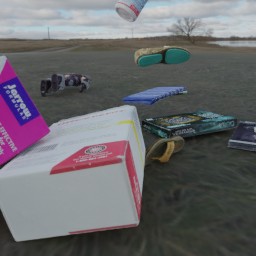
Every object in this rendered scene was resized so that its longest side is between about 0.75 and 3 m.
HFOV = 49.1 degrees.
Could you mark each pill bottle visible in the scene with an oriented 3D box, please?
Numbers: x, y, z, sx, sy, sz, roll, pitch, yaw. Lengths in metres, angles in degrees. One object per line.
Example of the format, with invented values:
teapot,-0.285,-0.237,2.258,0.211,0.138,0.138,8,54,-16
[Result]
pill bottle,0.150,-2.451,5.198,0.461,0.848,0.461,31,-3,2

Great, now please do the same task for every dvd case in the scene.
dvd case,3.672,0.227,7.456,1.593,0.171,2.142,8,20,27

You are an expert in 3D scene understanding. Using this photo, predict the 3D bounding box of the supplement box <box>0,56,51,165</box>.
supplement box,-2.747,0.247,3.911,1.417,1.387,2.742,-14,20,47

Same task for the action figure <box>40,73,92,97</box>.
action figure,-2.942,-2.185,13.599,1.844,0.983,2.834,1,14,26

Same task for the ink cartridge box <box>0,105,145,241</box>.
ink cartridge box,-0.683,0.548,4.667,1.799,1.034,2.479,-11,17,9

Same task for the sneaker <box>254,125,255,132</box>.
sneaker,4.137,-0.277,7.551,1.675,0.708,0.628,-11,20,-29

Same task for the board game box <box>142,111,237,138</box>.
board game box,1.750,-0.126,8.126,2.272,0.320,1.537,-9,15,-23

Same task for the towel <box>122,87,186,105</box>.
towel,0.470,-0.584,4.978,0.986,0.118,0.714,-23,21,-40

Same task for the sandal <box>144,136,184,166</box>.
sandal,0.849,0.528,6.187,1.467,0.589,0.396,-12,43,-43

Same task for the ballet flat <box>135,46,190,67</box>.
ballet flat,1.126,-2.491,9.397,1.969,0.694,0.643,-7,47,-18

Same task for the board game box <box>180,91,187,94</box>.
board game box,2.145,-1.745,13.443,1.020,0.132,1.020,-6,20,-20
